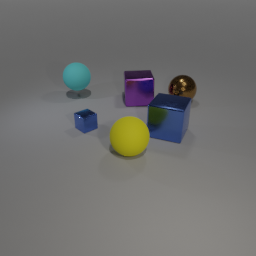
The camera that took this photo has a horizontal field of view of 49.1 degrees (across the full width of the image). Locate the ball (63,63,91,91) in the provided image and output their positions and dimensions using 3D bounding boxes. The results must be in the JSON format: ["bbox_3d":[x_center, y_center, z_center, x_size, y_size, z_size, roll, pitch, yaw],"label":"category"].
[{"bbox_3d":[-2.591,-2.601,14.197,1.400,1.400,1.400,0,29,0],"label":"ball"}]

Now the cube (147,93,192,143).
[{"bbox_3d":[1.633,-0.432,11.147,1.400,1.400,1.400,12,30,20],"label":"cube"}]

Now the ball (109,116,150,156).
[{"bbox_3d":[0.052,0.290,9.817,1.400,1.400,1.400,0,29,0],"label":"ball"}]

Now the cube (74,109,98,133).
[{"bbox_3d":[-1.748,-0.302,11.650,0.700,0.700,0.700,-23,36,-36],"label":"cube"}]

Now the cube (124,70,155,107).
[{"bbox_3d":[0.530,-2.000,13.986,1.400,1.400,1.400,-3,29,-2],"label":"cube"}]

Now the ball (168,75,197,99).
[{"bbox_3d":[2.688,-1.922,13.864,1.400,1.400,1.400,0,29,0],"label":"ball"}]
